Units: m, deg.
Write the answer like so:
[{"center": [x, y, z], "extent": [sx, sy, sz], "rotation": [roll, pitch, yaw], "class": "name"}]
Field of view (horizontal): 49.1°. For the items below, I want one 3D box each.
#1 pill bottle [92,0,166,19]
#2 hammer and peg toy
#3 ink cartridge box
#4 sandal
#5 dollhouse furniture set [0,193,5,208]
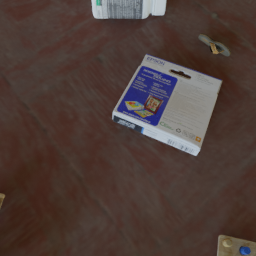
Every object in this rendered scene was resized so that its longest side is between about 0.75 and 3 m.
[{"center": [0.033, -4.448, 9.515], "extent": [2.433, 1.376, 1.376], "rotation": [1, 67, 0], "class": "pill bottle"}, {"center": [2.944, 3.279, 6.623], "extent": [1.671, 0.589, 1.229], "rotation": [10, 65, 4], "class": "hammer and peg toy"}, {"center": [1.217, -0.802, 8.273], "extent": [2.562, 0.609, 2.593], "rotation": [22, 57, 9], "class": "ink cartridge box"}, {"center": [2.819, -2.694, 9.267], "extent": [1.250, 0.511, 0.341], "rotation": [37, 88, 13], "class": "sandal"}, {"center": [-4.292, 2.322, 6.966], "extent": [1.900, 1.236, 1.745], "rotation": [19, 67, -15], "class": "dollhouse furniture set"}]
